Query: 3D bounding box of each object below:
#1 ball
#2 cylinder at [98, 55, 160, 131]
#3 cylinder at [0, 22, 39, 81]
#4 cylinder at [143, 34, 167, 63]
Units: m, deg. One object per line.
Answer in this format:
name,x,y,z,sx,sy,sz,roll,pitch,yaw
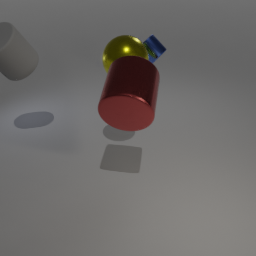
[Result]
ball,-0.074,-2.065,8.434,1.400,1.400,1.400,0,29,0
cylinder,0.053,-0.866,7.151,1.400,1.400,1.400,5,54,9
cylinder,-3.990,-2.544,9.427,1.400,1.400,1.400,-8,62,16
cylinder,0.821,-2.655,9.459,0.700,0.700,0.700,46,35,-6
